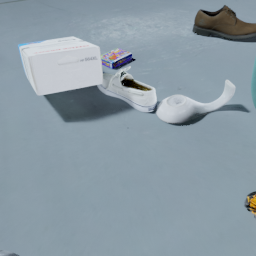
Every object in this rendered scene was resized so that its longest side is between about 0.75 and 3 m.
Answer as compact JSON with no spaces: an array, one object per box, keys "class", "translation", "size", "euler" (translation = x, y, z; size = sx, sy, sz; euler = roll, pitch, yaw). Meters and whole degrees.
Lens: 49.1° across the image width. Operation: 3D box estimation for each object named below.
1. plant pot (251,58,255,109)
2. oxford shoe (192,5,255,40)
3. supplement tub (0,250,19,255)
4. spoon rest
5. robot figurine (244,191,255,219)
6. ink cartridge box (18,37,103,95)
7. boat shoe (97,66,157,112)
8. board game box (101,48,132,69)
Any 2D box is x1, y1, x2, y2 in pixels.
[{"class":"plant pot","translation":[4.233,-1.133,7.025],"size":[2.319,1.861,2.319],"euler":[1,39,-1]},{"class":"oxford shoe","translation":[4.206,-4.403,11.647],"size":[2.873,1.213,1.044],"euler":[12,38,12]},{"class":"supplement tub","translation":[-2.566,2.108,3.430],"size":[2.236,1.370,1.370],"euler":[6,39,6]},{"class":"spoon rest","translation":[1.810,-0.638,7.562],"size":[2.142,0.649,1.064],"euler":[-18,39,-1]},{"class":"robot figurine","translation":[2.826,1.316,5.096],"size":[1.377,0.401,0.998],"euler":[-17,29,-22]},{"class":"ink cartridge box","translation":[-1.989,-1.865,7.980],"size":[1.816,1.049,2.488],"euler":[-15,28,-20]},{"class":"boat shoe","translation":[-0.106,-1.316,7.985],"size":[0.832,0.961,2.253],"euler":[-30,47,-32]},{"class":"board game box","translation":[-0.461,-2.509,10.045],"size":[0.715,0.238,1.064],"euler":[28,47,30]}]
